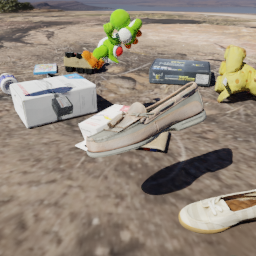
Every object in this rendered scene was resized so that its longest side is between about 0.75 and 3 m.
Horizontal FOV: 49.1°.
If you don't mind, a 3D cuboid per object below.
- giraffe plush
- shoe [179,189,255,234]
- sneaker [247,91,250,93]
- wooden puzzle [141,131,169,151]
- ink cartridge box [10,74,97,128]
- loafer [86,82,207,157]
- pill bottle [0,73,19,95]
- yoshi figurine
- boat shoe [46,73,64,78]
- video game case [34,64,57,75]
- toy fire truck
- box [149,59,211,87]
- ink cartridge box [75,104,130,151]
[{"bbox_3d":[4.285,-1.772,9.896,1.876,1.996,2.314,12,37,6],"label":"giraffe plush"},{"bbox_3d":[1.830,1.383,4.970,1.935,0.517,0.677,-5,28,-10],"label":"shoe"},{"bbox_3d":[4.859,-1.543,10.934,0.397,0.370,0.920,21,36,6],"label":"sneaker"},{"bbox_3d":[0.420,0.260,7.443,1.234,0.286,1.143,10,29,10],"label":"wooden puzzle"},{"bbox_3d":[-2.378,-0.958,9.012,2.296,0.961,1.666,-16,31,-28],"label":"ink cartridge box"},{"bbox_3d":[0.314,-0.198,4.746,2.325,0.731,0.836,-19,16,-25],"label":"loafer"},{"bbox_3d":[-4.657,-1.758,10.906,0.661,0.661,1.105,-15,31,-27],"label":"pill bottle"},{"bbox_3d":[-0.469,-2.440,7.467,1.765,0.988,0.992,-37,50,14],"label":"yoshi figurine"},{"bbox_3d":[-2.754,-1.927,11.430,1.517,0.476,0.551,14,31,26],"label":"boat shoe"},{"bbox_3d":[-4.019,-2.882,13.664,1.037,0.129,1.448,-6,28,-11],"label":"video game case"},{"bbox_3d":[-2.030,-3.403,13.760,1.642,1.200,1.865,9,17,18],"label":"toy fire truck"},{"bbox_3d":[2.302,-2.491,12.327,2.539,0.648,2.002,7,27,12],"label":"box"},{"bbox_3d":[-0.609,-0.031,7.273,1.593,0.538,0.928,-32,26,-29],"label":"ink cartridge box"}]
